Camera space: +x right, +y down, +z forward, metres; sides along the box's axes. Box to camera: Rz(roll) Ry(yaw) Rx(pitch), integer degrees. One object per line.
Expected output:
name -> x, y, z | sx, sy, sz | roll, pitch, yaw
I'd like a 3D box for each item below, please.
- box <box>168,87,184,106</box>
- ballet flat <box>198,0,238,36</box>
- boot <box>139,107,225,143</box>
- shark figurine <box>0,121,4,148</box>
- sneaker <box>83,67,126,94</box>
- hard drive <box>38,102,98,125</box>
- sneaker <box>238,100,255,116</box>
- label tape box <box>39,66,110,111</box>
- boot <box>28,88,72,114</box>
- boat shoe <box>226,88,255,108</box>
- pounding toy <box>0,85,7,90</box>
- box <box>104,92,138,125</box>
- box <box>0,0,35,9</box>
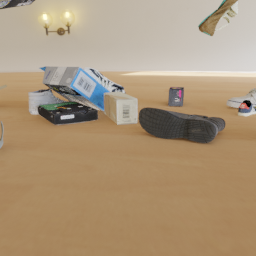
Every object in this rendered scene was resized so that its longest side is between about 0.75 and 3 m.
box -> 2.380, -1.566, 13.768 | 0.706, 0.814, 1.332 | 3, 15, 12
ballet flat -> 3.298, -3.932, 9.643 | 0.744, 2.057, 0.698 | 42, -10, -1
boot -> 1.639, -0.133, 8.559 | 2.393, 0.835, 1.576 | 18, 17, 22
shark figurine -> -3.386, 0.343, 6.353 | 1.187, 0.829, 1.986 | 13, 19, 25
sneaker -> -0.992, -1.912, 13.351 | 1.752, 1.075, 2.693 | 22, -15, 36
hard drive -> -2.368, -0.601, 10.751 | 1.657, 0.449, 2.371 | -9, 17, -30
sneaker -> 4.958, -0.875, 11.526 | 0.530, 0.598, 1.414 | 11, 17, 36
label tape box -> -2.505, -1.766, 12.373 | 2.993, 0.989, 2.145 | 10, -17, 41
boot -> -3.216, -1.208, 12.000 | 2.091, 0.999, 0.769 | -13, 19, -40
boat shoe -> 5.930, -1.385, 12.824 | 2.830, 0.930, 1.018 | 0, 14, -1
pounding toy -> -6.424, -1.368, 12.531 | 2.006, 1.045, 2.284 | -12, 18, -38
box -> -0.319, -0.793, 10.560 | 0.772, 0.943, 1.986 | -5, 14, -17
box -> -2.720, -3.494, 7.008 | 1.332, 0.368, 1.663 | -19, 17, 35
